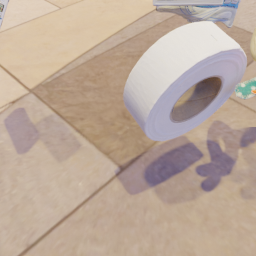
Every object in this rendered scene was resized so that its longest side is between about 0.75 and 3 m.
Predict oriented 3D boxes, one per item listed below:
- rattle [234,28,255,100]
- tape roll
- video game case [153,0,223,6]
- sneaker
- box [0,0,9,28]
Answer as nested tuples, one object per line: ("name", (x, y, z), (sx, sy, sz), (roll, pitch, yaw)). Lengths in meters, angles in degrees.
("rattle", (3.303, -1.322, 5.440), (1.654, 1.815, 2.541), (-8, 58, 50))
("tape roll", (1.134, -0.825, 5.584), (2.418, 2.418, 0.846), (-23, 60, -19))
("video game case", (1.566, -4.025, 7.140), (1.827, 1.663, 0.209), (5, 21, 13))
("sneaker", (2.123, -3.517, 8.747), (2.534, 1.098, 0.950), (6, 30, 11))
("box", (-2.755, -2.395, 5.674), (0.296, 0.937, 1.703), (16, 7, -35))
